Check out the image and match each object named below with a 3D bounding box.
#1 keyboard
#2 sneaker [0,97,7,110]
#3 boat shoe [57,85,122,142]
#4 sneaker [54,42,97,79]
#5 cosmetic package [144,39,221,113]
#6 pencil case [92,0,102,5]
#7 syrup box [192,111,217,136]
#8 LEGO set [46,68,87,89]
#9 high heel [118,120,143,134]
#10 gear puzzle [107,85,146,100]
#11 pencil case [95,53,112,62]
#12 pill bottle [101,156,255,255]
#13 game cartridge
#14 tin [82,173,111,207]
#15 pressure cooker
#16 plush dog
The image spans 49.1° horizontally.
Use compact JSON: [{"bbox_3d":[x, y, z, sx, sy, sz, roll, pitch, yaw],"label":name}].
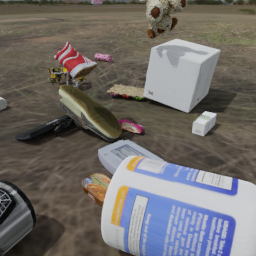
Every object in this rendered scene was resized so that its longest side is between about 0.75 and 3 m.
[{"bbox_3d":[-2.143,-0.017,8.421,1.161,0.442,2.231,-7,18,43],"label":"keyboard"},{"bbox_3d":[-5.037,-0.822,9.585,0.788,0.567,1.508,28,32,36],"label":"sneaker"},{"bbox_3d":[-1.204,-0.350,8.321,2.469,0.812,0.882,40,34,20],"label":"boat shoe"},{"bbox_3d":[-1.377,-1.804,7.457,0.876,0.555,1.558,47,15,-5],"label":"sneaker"},{"bbox_3d":[1.971,-1.999,10.251,1.847,1.858,2.220,24,35,23],"label":"cosmetic package"},{"bbox_3d":[-1.239,-5.274,10.731,0.463,1.059,0.463,0,56,0],"label":"pencil case"},{"bbox_3d":[2.312,-0.142,8.460,0.375,0.388,0.952,18,32,31],"label":"syrup box"},{"bbox_3d":[-2.582,-2.007,11.901,1.595,0.924,1.226,2,-2,-4],"label":"LEGO set"},{"bbox_3d":[0.004,-0.020,8.329,0.910,0.306,0.436,17,19,4],"label":"high heel"},{"bbox_3d":[0.311,-1.310,10.936,2.101,0.275,1.088,11,27,14],"label":"gear puzzle"},{"bbox_3d":[-1.407,-4.031,16.015,1.013,0.438,0.419,16,61,28],"label":"pencil case"},{"bbox_3d":[1.095,1.416,4.220,2.697,1.512,1.512,12,29,20],"label":"pill bottle"},{"bbox_3d":[0.060,0.813,6.720,1.085,0.338,1.629,-25,36,-32],"label":"game cartridge"},{"bbox_3d":[-0.535,1.296,5.883,0.584,0.218,1.043,-26,37,-33],"label":"tin"},{"bbox_3d":[-2.224,1.567,4.427,1.071,1.088,1.218,-13,16,38],"label":"pressure cooker"},{"bbox_3d":[1.009,-3.544,8.942,1.495,1.284,1.200,-30,49,-20],"label":"plush dog"}]
